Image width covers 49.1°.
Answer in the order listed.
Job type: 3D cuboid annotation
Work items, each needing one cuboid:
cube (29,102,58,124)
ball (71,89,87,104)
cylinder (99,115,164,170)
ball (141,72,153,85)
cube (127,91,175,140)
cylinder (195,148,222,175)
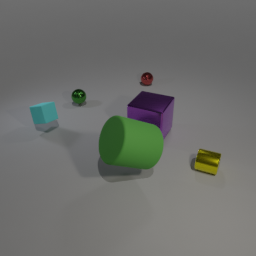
[{"bbox_3d":[-3.283,-0.593,10.961,0.700,0.700,0.700,-2,17,32],"label":"cube"},{"bbox_3d":[-2.289,-1.471,13.061,0.700,0.700,0.700,0,31,0],"label":"ball"},{"bbox_3d":[0.076,0.449,8.208,1.400,1.400,1.400,13,20,-35],"label":"cylinder"},{"bbox_3d":[1.039,-2.693,15.295,0.700,0.700,0.700,0,31,0],"label":"ball"},{"bbox_3d":[0.877,-0.433,10.795,1.400,1.400,1.400,14,35,21],"label":"cube"},{"bbox_3d":[2.571,1.073,8.996,0.700,0.700,0.700,14,33,21],"label":"cylinder"}]
